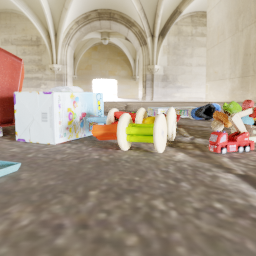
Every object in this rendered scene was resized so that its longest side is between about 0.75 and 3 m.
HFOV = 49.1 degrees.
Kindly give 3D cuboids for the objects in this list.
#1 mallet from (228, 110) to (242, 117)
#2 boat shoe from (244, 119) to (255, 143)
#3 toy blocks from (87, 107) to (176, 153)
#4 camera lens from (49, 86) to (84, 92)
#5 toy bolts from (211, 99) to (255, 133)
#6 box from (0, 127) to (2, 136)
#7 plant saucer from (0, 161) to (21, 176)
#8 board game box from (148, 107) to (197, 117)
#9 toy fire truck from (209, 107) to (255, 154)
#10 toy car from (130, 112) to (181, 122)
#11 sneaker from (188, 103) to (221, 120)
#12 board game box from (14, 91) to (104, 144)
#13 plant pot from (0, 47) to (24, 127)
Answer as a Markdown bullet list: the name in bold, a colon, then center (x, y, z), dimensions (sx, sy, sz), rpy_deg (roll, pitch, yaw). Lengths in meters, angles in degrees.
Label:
- **mallet**: center (4.775, -0.449, 12.917), dimensions (1.880, 0.619, 0.387), rpy_deg (-26, 11, -40)
- **boat shoe**: center (3.555, 0.050, 7.486), dimensions (1.594, 0.590, 0.589), rpy_deg (-6, 9, -38)
- **toy blocks**: center (-0.157, -0.011, 6.780), dimensions (2.327, 0.845, 1.939), rpy_deg (1, 11, 21)
- **camera lens**: center (-3.537, -1.580, 16.252), dimensions (1.683, 1.683, 2.105), rpy_deg (3, 9, 24)
- **toy bolts**: center (3.556, -0.110, 8.937), dimensions (1.487, 1.080, 1.557), rpy_deg (40, -7, -4)
- **box**: center (-4.281, 0.166, 7.799), dimensions (0.304, 0.284, 1.468), rpy_deg (6, 9, 38)
- **plant saucer**: center (-2.263, 0.710, 4.031), dimensions (0.523, 0.142, 1.497), rpy_deg (3, 7, 21)
- **board game box**: center (2.721, -0.903, 15.662), dimensions (2.817, 0.482, 1.894), rpy_deg (-1, 7, -12)
- **toy fire truck**: center (2.411, 0.026, 6.104), dimensions (1.385, 0.977, 0.338), rpy_deg (-2, 6, -20)
- **toy car**: center (0.691, -0.357, 11.213), dimensions (2.265, 0.505, 2.131), rpy_deg (-2, 7, -24)
- **sneaker**: center (4.027, -0.814, 13.616), dimensions (2.008, 0.771, 1.117), rpy_deg (-8, 4, -28)
- **board game box**: center (-1.864, -0.401, 8.161), dimensions (1.301, 1.324, 2.525), rpy_deg (3, 7, 23)
- **plant pot**: center (-4.747, -1.271, 8.815), dimensions (2.593, 2.940, 2.943), rpy_deg (8, -4, -18)
